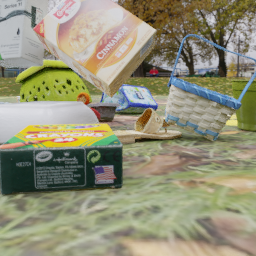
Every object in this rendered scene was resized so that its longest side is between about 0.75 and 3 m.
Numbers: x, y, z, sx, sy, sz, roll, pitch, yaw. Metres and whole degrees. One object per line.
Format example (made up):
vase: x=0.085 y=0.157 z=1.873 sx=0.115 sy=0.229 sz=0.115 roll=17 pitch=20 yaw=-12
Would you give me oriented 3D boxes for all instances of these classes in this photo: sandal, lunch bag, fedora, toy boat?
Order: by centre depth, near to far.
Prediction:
sandal: x=0.565 y=-0.131 z=8.407 sx=2.813 sy=0.925 sz=1.031 roll=-5 pitch=10 yaw=-33
toy boat: x=-1.779 y=-0.739 z=10.938 sx=1.299 sy=1.301 sz=1.990 roll=4 pitch=7 yaw=-19
fedora: x=-1.125 y=-0.735 z=12.918 sx=1.560 sy=0.796 sz=1.764 roll=-2 pitch=2 yaw=-21
lunch bag: x=0.087 y=-1.694 z=16.764 sx=2.361 sy=1.769 sz=2.776 roll=0 pitch=21 yaw=-41

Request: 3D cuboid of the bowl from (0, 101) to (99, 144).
bowl: x=-2.635 y=-0.243 z=8.744 sx=2.942 sy=1.099 sz=2.946 roll=3 pitch=10 yaw=23

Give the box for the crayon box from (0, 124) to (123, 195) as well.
crayon box: x=-1.207 y=0.394 z=5.542 sx=1.845 sy=0.738 sz=2.906 roll=-2 pitch=8 yaw=-10

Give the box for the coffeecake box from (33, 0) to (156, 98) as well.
coffeecake box: x=-0.952 y=-2.675 z=8.436 sx=2.850 sy=2.188 sz=1.041 roll=37 pitch=-11 yaw=10

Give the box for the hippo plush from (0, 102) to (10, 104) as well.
hippo plush: x=-4.916 y=-0.348 z=10.481 sx=1.177 sy=1.166 sz=1.464 roll=-31 pitch=-9 yaw=-2

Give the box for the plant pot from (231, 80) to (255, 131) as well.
plant pot: x=4.675 y=-0.835 z=10.154 sx=1.865 sy=1.796 sz=1.865 roll=0 pitch=10 yaw=0

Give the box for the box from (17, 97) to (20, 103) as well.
box: x=-5.497 y=-1.154 z=14.991 sx=0.804 sy=1.026 sz=1.650 roll=-3 pitch=9 yaw=-22

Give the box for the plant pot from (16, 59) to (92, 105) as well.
plant pot: x=-3.456 y=-1.733 z=12.700 sx=2.395 sy=2.185 sz=2.407 roll=-18 pitch=0 yaw=32

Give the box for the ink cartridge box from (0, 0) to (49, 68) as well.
ink cartridge box: x=-3.578 y=-3.229 z=9.021 sx=1.721 sy=2.348 sz=0.975 roll=2 pitch=-3 yaw=27

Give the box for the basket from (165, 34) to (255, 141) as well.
basket: x=2.251 y=-1.162 z=8.309 sx=2.320 sy=2.631 sz=1.830 roll=24 pitch=20 yaw=2
